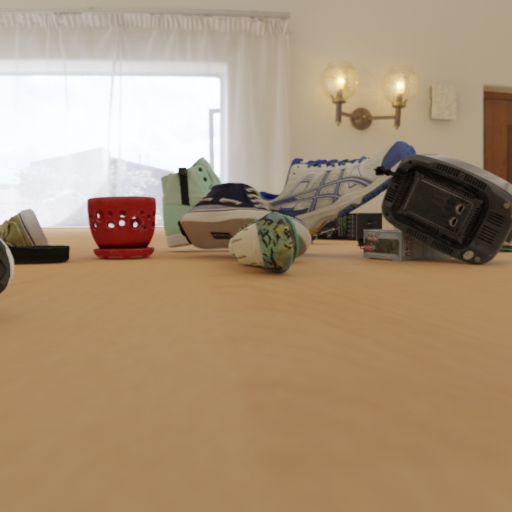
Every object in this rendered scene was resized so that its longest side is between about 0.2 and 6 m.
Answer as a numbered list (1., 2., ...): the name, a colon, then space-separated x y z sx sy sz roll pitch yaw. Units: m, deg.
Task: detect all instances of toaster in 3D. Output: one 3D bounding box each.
1. toaster: 3.158 -0.893 9.234 2.361 1.342 1.525 29 25 23

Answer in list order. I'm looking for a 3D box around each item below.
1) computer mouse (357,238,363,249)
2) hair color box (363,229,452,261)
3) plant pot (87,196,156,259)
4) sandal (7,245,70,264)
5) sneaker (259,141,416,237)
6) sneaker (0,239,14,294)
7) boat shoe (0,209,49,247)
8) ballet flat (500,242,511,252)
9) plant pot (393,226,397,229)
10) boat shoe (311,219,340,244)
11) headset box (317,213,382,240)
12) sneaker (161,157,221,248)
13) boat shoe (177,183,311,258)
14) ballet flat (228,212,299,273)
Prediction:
1. computer mouse: 2.828 -0.258 11.769 1.327 0.291 0.728 2 -1 -36
2. hair color box: 2.800 -0.218 10.072 1.701 0.516 0.842 -2 6 -38
3. plant pot: -2.382 -0.500 9.974 1.202 1.094 1.202 0 4 0
4. sandal: -4.384 -0.204 8.729 2.796 0.669 1.051 -2 4 -22
5. sneaker: 1.292 -1.350 10.375 3.275 1.443 1.233 -31 -1 19
6. sneaker: -2.898 0.009 3.922 2.367 0.896 0.912 1 7 -5
7. boat shoe: -4.924 -0.392 11.642 0.794 0.921 2.559 -27 11 -26
8. ballet flat: 4.454 -0.456 12.100 2.299 0.717 0.775 1 -1 12
9. plant pot: 3.821 -0.518 13.860 0.859 0.610 0.859 0 5 0
10. boat shoe: 1.475 -0.617 15.409 1.719 0.587 0.635 -24 8 16
11. headset box: 3.064 -0.983 18.610 1.929 0.895 1.680 3 5 42
12. sneaker: -0.524 -1.332 12.178 3.135 1.849 1.154 -10 1 -16
13. boat shoe: -0.064 -0.741 9.785 2.716 1.014 1.260 9 50 35
14. ballet flat: 0.024 -0.124 7.611 0.841 0.841 2.265 0 -3 -6
